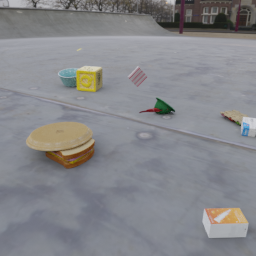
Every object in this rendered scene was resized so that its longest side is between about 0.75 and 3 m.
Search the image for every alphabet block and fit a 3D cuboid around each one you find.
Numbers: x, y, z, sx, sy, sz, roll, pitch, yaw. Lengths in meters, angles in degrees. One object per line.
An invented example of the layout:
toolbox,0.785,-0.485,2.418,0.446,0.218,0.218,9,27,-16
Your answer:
alphabet block,-2.337,-3.027,17.168,1.276,1.283,1.306,6,24,14

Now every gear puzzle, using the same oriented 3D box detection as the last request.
gear puzzle,5.030,-0.312,12.305,1.012,0.256,1.954,-9,28,-24

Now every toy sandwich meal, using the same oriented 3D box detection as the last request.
toy sandwich meal,-2.253,0.519,9.718,2.490,0.853,2.490,-2,21,1

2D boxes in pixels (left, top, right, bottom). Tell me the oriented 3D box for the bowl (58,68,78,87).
bowl,-3.613,-3.170,17.924,1.571,0.821,1.571,-1,32,1

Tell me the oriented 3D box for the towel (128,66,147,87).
towel,0.440,-2.342,12.796,0.141,0.691,0.944,50,8,37

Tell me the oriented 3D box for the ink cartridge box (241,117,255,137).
ink cartridge box,5.093,-0.010,11.132,1.048,0.442,0.765,9,38,16

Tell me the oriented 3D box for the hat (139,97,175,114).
hat,1.393,-0.720,13.279,1.292,1.137,1.070,36,-1,8

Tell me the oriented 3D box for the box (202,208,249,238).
box,2.195,2.150,6.368,0.844,0.411,0.525,-1,24,-2
